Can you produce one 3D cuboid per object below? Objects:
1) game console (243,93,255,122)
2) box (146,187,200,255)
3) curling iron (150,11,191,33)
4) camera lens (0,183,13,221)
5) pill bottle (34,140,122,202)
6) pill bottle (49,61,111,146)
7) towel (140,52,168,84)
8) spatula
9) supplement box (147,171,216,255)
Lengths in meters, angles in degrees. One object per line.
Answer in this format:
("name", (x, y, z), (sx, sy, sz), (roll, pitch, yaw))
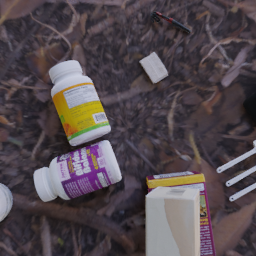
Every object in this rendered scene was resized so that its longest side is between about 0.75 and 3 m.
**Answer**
("game console", (4.971, -0.586, 8.755), (1.816, 1.202, 2.065), (-39, 86, 27))
("box", (1.089, 2.916, 6.568), (1.103, 1.347, 2.837), (-1, 90, 19))
("curling iron", (1.356, -3.338, 8.935), (1.417, 0.181, 0.351), (18, 114, -7))
("camera lens", (-4.116, 2.200, 7.838), (1.287, 1.609, 1.287), (0, 86, 0))
("pill bottle", (-1.438, 1.290, 8.073), (2.282, 1.281, 1.281), (-20, 86, -2))
("pill bottle", (-1.483, -0.736, 8.231), (1.265, 1.265, 2.279), (-22, 86, -2))
("towel", (0.824, -1.898, 8.865), (0.588, 0.153, 0.888), (-33, 85, -2))
("spatula", (3.795, 1.232, 8.539), (2.109, 0.169, 1.467), (-28, 103, 0))
("supplement box", (1.450, 2.526, 7.993), (1.572, 1.239, 2.402), (-6, 86, 0))
